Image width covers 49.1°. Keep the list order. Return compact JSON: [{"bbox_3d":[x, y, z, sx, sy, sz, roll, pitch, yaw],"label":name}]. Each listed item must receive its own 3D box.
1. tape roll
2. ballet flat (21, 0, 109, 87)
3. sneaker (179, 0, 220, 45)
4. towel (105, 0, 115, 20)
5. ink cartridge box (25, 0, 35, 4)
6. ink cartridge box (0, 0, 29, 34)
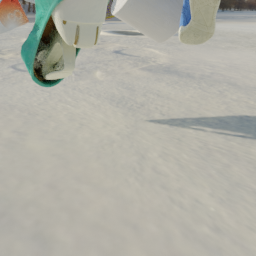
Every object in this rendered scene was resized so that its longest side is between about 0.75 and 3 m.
[{"bbox_3d":[0.758,-3.692,7.540,1.571,2.289,2.289,24,16,-23],"label":"tape roll"},{"bbox_3d":[-0.873,-1.463,4.165,1.002,1.048,2.977,-18,-9,-34],"label":"ballet flat"},{"bbox_3d":[1.482,-2.648,5.808,0.789,1.143,2.055,4,-11,8],"label":"sneaker"},{"bbox_3d":[-1.411,-3.844,8.386,2.076,1.491,0.236,-16,40,-12],"label":"towel"},{"bbox_3d":[-1.421,-3.204,5.985,1.345,1.347,0.273,11,39,-21],"label":"ink cartridge box"},{"bbox_3d":[-3.971,-3.372,7.997,1.762,1.429,0.442,-38,35,-22],"label":"ink cartridge box"}]
